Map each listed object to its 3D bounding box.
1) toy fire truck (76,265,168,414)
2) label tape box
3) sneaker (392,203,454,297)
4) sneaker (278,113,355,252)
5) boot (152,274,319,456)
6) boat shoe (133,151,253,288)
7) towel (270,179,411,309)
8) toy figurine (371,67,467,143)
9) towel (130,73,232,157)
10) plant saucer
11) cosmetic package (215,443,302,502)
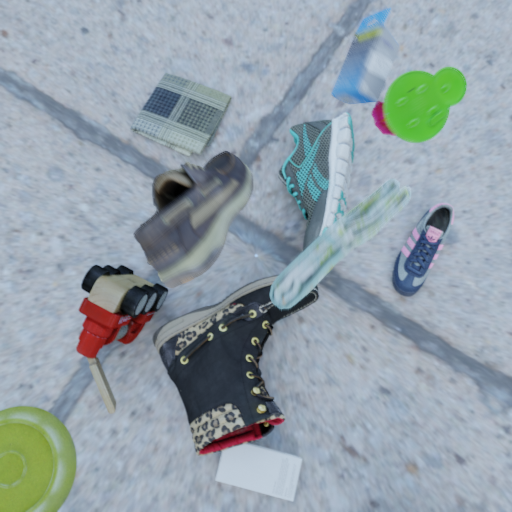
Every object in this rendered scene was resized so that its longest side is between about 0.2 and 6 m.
[{"bbox_3d":[-2.030,1.154,8.083,1.134,1.551,1.762,27,92,6],"label":"toy fire truck"},{"bbox_3d":[1.139,-1.988,5.656,0.280,0.607,0.847,22,94,-21],"label":"label tape box"},{"bbox_3d":[2.645,-0.145,8.872,0.574,0.671,1.636,25,73,8],"label":"sneaker"},{"bbox_3d":[0.913,-1.132,9.193,1.186,1.008,2.599,4,67,17],"label":"sneaker"},{"bbox_3d":[-0.050,1.474,7.950,2.601,0.952,1.958,-21,57,-3],"label":"boot"},{"bbox_3d":[-0.605,-0.605,5.712,0.794,0.781,2.132,-28,26,27],"label":"boat shoe"},{"bbox_3d":[0.753,-0.099,5.113,0.311,1.291,1.105,50,51,6],"label":"towel"},{"bbox_3d":[1.514,-1.493,5.580,0.876,0.807,0.658,-34,102,-5],"label":"toy figurine"},{"bbox_3d":[-1.297,-2.497,9.929,1.413,0.244,1.360,23,70,9],"label":"towel"},{"bbox_3d":[-3.494,3.053,8.023,1.764,0.274,1.764,0,72,1],"label":"plant saucer"},{"bbox_3d":[0.037,3.008,7.924,1.123,0.477,0.604,14,73,6],"label":"cosmetic package"}]
